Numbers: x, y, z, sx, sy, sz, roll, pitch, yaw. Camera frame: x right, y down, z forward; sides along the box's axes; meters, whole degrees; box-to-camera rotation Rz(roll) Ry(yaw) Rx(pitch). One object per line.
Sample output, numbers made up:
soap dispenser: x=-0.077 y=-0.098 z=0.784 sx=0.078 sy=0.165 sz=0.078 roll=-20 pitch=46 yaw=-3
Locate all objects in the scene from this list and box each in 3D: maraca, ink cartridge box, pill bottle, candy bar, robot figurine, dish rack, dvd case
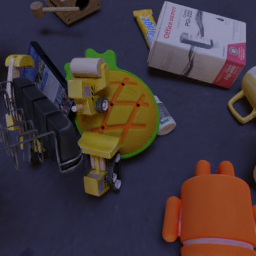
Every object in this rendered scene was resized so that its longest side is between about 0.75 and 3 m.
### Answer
maraca: x=-0.464 y=-0.619 z=6.673 sx=1.950 sy=1.521 sz=2.844 roll=-34 pitch=79 yaw=-5
ink cartridge box: x=1.921 y=-2.348 z=7.841 sx=2.433 sy=1.032 sz=1.772 roll=14 pitch=58 yaw=1
pill bottle: x=0.770 y=-0.337 z=7.175 sx=0.539 sy=0.539 sz=0.954 roll=-22 pitch=63 yaw=-12
candy bar: x=0.810 y=-2.774 z=8.662 sx=0.638 sy=0.284 sz=2.559 roll=-11 pitch=61 yaw=-13
robot figurine: x=1.741 y=1.851 z=5.451 sx=1.738 sy=1.409 sz=2.416 roll=22 pitch=56 yaw=-24
dish rack: x=-2.343 y=0.110 z=3.942 sx=2.888 sy=0.788 sz=2.215 roll=-19 pitch=39 yaw=-31
dvd case: x=-2.017 y=-0.855 z=6.956 sx=0.194 sy=1.578 sz=2.212 roll=-14 pitch=56 yaw=-44

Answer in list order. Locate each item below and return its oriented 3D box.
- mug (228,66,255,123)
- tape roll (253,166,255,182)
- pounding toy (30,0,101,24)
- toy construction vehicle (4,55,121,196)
mug: x=3.475 y=-0.935 z=7.182 sx=1.536 sy=1.230 sz=1.261 roll=-15 pitch=54 yaw=-15
tape roll: x=3.902 y=0.724 z=5.632 sx=2.206 sy=2.206 sz=1.515 roll=29 pitch=66 yaw=15
pounding toy: x=-1.989 y=-3.886 z=8.895 sx=2.197 sy=1.005 sz=1.930 roll=-35 pitch=66 yaw=-18
toy construction vehicle: x=-1.410 y=-0.026 z=5.925 sx=2.515 sy=2.888 sz=1.017 roll=11 pitch=23 yaw=24
